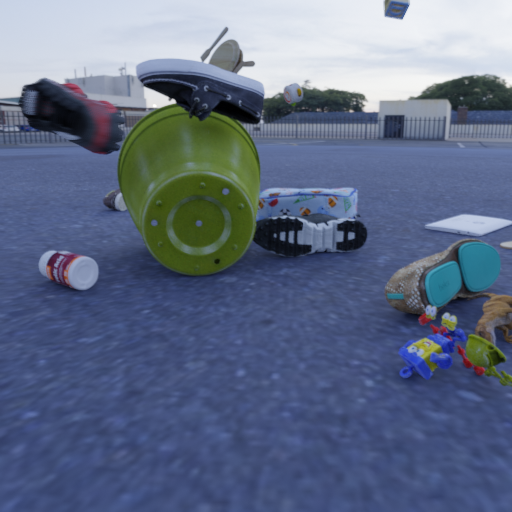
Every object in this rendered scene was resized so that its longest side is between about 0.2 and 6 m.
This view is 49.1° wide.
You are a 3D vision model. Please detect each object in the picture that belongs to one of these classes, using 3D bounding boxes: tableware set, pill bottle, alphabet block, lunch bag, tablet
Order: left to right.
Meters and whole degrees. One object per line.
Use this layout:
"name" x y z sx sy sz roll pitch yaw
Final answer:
"pill bottle" -3.201 0.220 9.500 0.993 0.567 0.567 11 18 36
"tableware set" -1.026 -3.740 12.402 0.461 2.301 1.521 21 38 -41
"lunch bag" 1.384 -1.269 14.538 2.646 1.000 2.120 3 13 16
"alphabet block" 2.362 -4.256 9.429 0.356 0.364 0.358 8 -25 -7
"tablet" 5.495 -0.815 14.408 1.436 0.151 2.207 14 20 42

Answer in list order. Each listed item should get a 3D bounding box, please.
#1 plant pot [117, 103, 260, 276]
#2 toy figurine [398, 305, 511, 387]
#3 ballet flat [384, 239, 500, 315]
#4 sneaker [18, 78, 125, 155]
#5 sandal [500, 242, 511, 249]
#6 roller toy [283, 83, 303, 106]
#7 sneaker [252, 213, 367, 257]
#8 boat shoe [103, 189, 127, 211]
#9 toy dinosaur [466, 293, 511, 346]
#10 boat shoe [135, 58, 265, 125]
"plant pot" -1.209 -1.123 10.832 3.080 3.080 2.965 -2 27 -9
"toy figurine" 2.024 1.195 6.185 0.844 0.743 1.409 -32 18 -7
"ballet flat" 2.882 0.287 8.721 2.715 0.957 0.886 -9 0 -45
"sneaker" -3.052 -2.265 9.003 1.197 0.866 2.450 1 25 -45
"sandal" 6.162 -0.471 12.221 1.687 0.555 0.619 -1 14 -3
"roller toy" 0.710 -3.095 10.646 0.275 0.359 0.394 -23 -22 -19
"sneaker" 0.997 -0.477 11.850 2.510 0.834 1.136 -1 11 -18
"boat shoe" -3.997 -1.862 17.408 0.596 0.719 2.003 8 22 16
"toy dinosaur" 3.363 0.699 7.626 1.046 0.595 1.969 5 15 24
"boat shoe" -0.926 -2.861 10.131 2.633 0.872 0.920 1 -4 -42
